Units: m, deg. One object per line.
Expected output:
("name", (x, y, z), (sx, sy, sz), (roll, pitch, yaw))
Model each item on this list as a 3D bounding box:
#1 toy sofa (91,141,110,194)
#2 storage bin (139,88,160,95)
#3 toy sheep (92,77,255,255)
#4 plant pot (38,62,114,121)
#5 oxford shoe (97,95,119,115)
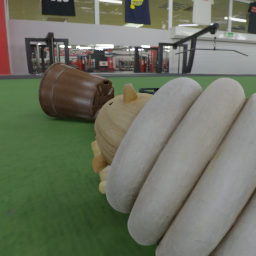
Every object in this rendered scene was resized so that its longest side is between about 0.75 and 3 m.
("toy sofa", (0.789, 0.505, 4.751), (2.594, 1.266, 1.074), (-12, -7, -39))
("storage bin", (1.208, -1.380, 12.741), (1.091, 0.757, 1.614), (-4, 15, -15))
("toy sheep", (0.903, 0.531, 2.589), (2.910, 2.007, 2.007), (28, 23, 17))
("plant pot", (-1.648, -1.109, 9.610), (1.949, 1.969, 1.969), (16, 19, 23))
("oxford shoe", (-0.235, -0.144, 7.810), (1.007, 0.988, 2.777), (-29, 19, -5))
